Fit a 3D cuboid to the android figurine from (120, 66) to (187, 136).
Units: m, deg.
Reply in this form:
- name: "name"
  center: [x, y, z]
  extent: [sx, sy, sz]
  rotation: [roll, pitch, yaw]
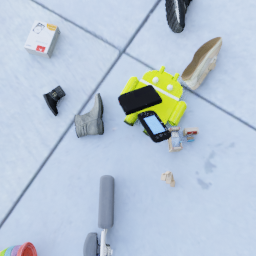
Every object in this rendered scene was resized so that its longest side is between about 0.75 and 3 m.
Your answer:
- name: "android figurine"
  center: [0.952, -1.031, 9.995]
  extent: [2.318, 0.523, 2.547]
  rotation: [31, 81, 7]

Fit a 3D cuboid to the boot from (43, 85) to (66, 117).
- name: "boot"
  center: [-2.538, -0.985, 10.038]
  extent: [0.758, 0.382, 1.014]
  rotation: [-27, 78, -6]

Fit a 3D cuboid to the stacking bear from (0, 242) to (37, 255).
- name: "stacking bear"
  center: [-3.756, 4.198, 8.607]
  extent: [1.681, 1.021, 0.956]
  rotation: [-19, 38, 5]

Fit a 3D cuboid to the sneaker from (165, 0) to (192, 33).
- name: "sneaker"
  center: [2.103, -5.067, 10.642]
  extent: [1.311, 1.134, 2.995]
  rotation: [-4, 77, -6]

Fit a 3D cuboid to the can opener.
- name: "can opener"
  center: [-0.865, 2.950, 8.947]
  extent: [0.955, 0.757, 2.874]
  rotation: [5, 77, 2]

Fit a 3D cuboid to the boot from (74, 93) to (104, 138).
- name: "boot"
  center: [-1.405, -0.465, 9.873]
  extent: [1.050, 0.544, 1.607]
  rotation: [-3, 76, 5]

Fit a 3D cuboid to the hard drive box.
- name: "hard drive box"
  center: [-3.206, -3.331, 10.538]
  extent: [0.930, 0.458, 1.194]
  rotation: [15, 78, 4]

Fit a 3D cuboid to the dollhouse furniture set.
- name: "dollhouse furniture set"
  center: [1.924, 0.375, 9.546]
  extent: [1.049, 0.735, 0.739]
  rotation: [-5, 77, -1]

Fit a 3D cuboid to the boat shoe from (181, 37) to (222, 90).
- name: "boat shoe"
  center: [2.805, -2.380, 10.236]
  extent: [0.731, 0.812, 2.251]
  rotation: [45, 73, -28]

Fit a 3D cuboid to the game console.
- name: "game console"
  center: [0.664, -0.453, 8.805]
  extent: [1.309, 0.268, 2.219]
  rotation: [-21, 55, -14]

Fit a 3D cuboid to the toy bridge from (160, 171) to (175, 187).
- name: "toy bridge"
  center: [1.321, 1.604, 9.049]
  extent: [0.163, 1.196, 0.402]
  rotation: [3, 70, 26]
